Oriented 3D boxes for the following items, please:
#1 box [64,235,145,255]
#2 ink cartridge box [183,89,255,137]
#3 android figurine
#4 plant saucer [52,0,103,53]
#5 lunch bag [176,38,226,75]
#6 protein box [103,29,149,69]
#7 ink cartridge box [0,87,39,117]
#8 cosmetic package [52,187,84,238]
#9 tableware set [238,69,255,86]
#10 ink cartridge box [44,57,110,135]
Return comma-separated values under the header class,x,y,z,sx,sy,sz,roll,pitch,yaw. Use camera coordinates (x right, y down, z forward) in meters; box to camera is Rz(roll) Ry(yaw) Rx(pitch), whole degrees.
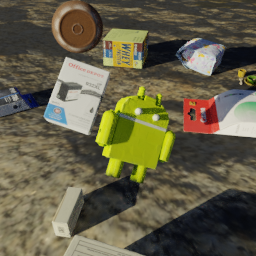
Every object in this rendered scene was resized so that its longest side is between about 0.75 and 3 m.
class,x,y,z,sx,sy,sz,roll,pitch,yaw
box,-0.560,2.960,3.985,1.429,1.218,2.235,11,37,15
ink cartridge box,3.307,-0.609,9.503,2.739,0.686,2.204,7,36,7
android figurine,0.181,0.117,4.917,1.494,1.642,0.337,20,-3,-28
plant saucer,-1.665,-3.299,9.287,1.698,1.698,0.311,-5,30,-7
lunch bag,3.315,-3.347,12.903,1.819,1.156,1.542,27,44,18
protein box,-0.069,-3.851,13.476,1.842,1.242,1.828,7,36,10
ink cartridge box,-4.577,-0.885,10.025,2.472,0.485,1.229,-20,39,-27
cosmetic package,-1.295,1.837,6.185,0.355,0.502,0.970,5,35,8
tableware set,5.863,-2.179,11.937,2.220,0.341,1.495,9,36,13
ink cartridge box,-1.168,-0.732,6.585,1.092,0.630,1.505,19,80,-4
